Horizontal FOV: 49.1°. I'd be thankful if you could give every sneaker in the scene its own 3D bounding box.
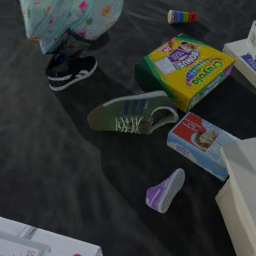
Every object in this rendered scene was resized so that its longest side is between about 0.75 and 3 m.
[{"bbox_3d":[0.217,-0.255,6.966,2.278,0.764,1.023,-17,48,-17],"label":"sneaker"},{"bbox_3d":[0.743,1.232,5.915,0.588,0.374,1.031,11,54,49],"label":"sneaker"},{"bbox_3d":[-1.593,-1.873,8.159,0.635,0.972,1.737,34,59,24],"label":"sneaker"}]

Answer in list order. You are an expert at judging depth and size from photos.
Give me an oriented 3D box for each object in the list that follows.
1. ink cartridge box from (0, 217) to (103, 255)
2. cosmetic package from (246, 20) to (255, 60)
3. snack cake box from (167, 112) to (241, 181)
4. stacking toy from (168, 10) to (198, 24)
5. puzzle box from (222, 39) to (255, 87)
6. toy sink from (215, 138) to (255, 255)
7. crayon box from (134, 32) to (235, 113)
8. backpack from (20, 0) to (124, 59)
[{"bbox_3d":[-2.049,2.631,4.318,2.961,1.226,2.169,11,50,10],"label":"ink cartridge box"},{"bbox_3d":[4.706,-2.636,8.390,1.890,0.825,0.977,-1,51,-1],"label":"cosmetic package"},{"bbox_3d":[1.829,0.394,6.607,1.589,0.534,0.914,34,59,24],"label":"snack cake box"},{"bbox_3d":[2.057,-4.099,10.340,1.097,0.468,0.468,-4,51,-9],"label":"stacking toy"},{"bbox_3d":[4.754,-2.303,8.896,2.886,0.367,1.920,-16,53,-12],"label":"puzzle box"},{"bbox_3d":[2.643,1.463,5.273,1.486,1.277,2.279,-9,57,-7],"label":"toy sink"},{"bbox_3d":[1.654,-1.727,8.235,1.957,0.661,2.268,37,60,26],"label":"crayon box"},{"bbox_3d":[-1.594,-3.625,7.789,2.880,2.208,2.532,-21,75,33],"label":"backpack"}]
